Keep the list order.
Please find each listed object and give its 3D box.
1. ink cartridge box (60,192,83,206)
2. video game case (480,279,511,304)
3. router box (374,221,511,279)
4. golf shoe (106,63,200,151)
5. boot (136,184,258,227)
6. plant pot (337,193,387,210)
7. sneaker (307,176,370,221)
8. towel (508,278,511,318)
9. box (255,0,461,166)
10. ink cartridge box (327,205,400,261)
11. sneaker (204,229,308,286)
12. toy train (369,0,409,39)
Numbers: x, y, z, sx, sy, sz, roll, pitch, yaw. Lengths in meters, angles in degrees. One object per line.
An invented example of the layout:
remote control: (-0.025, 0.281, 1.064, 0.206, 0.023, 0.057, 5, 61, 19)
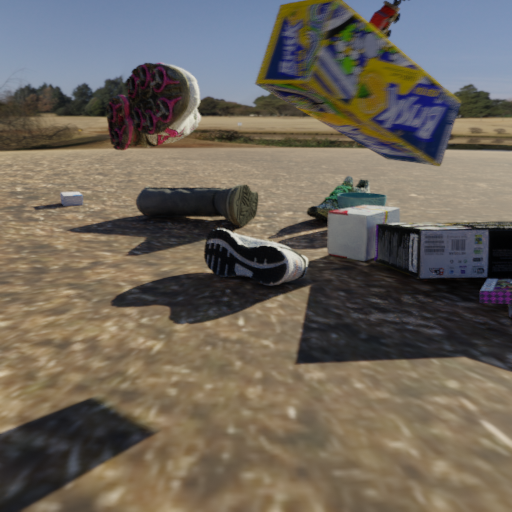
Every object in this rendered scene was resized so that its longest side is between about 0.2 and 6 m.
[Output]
ink cartridge box: (-5.636, -1.741, 17.091, 0.567, 0.333, 0.775, -6, 14, -24)
video game case: (3.579, 0.467, 7.392, 1.090, 0.195, 0.988, 0, 7, 28)
router box: (3.744, -0.150, 9.243, 3.038, 0.776, 2.266, -1, 6, -4)
golf shoe: (-1.580, -2.627, 9.836, 1.473, 1.162, 3.200, -11, 7, -28)
boot: (-1.582, -1.371, 14.077, 2.965, 1.076, 2.696, 9, 1, 8)
plant pot: (2.515, -1.071, 13.428, 1.162, 0.783, 1.162, 0, 14, 0)
sneaker: (2.184, -1.515, 14.542, 0.964, 1.110, 2.506, 12, 18, 41)
towel: (4.843, 0.625, 7.621, 2.579, 0.293, 1.858, 5, 14, 22)
box: (1.539, -2.242, 7.736, 3.151, 1.104, 1.013, 15, 3, -43)
ink cartridge box: (2.086, -0.472, 10.792, 0.881, 0.877, 1.212, 10, 16, 43)
sneaker: (-0.050, 0.060, 9.312, 2.089, 0.770, 0.836, 20, 11, 42)
toy train: (1.818, -3.357, 8.107, 0.305, 1.789, 0.410, 42, 27, 22)
